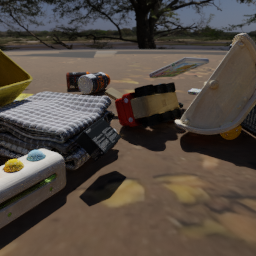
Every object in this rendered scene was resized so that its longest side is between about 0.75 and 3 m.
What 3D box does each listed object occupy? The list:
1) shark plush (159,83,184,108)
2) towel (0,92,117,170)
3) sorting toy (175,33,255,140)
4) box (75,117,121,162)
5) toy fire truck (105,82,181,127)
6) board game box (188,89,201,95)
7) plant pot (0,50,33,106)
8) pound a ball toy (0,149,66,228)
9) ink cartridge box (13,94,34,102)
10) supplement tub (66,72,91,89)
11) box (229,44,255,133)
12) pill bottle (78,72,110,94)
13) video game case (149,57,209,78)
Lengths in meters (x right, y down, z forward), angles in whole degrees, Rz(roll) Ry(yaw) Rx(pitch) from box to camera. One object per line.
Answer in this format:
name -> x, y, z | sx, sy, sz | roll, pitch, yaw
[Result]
shark plush -> 1.508, -1.121, 10.889 | 0.971, 0.890, 2.137 | -1, 19, -2
towel -> -2.043, -0.111, 7.416 | 2.992, 1.280, 2.477 | 8, 22, 22
sorting toy -> 2.813, -1.018, 8.735 | 1.595, 2.985, 2.687 | 34, 7, -3
box -> -0.624, 0.229, 6.105 | 0.358, 0.641, 0.909 | -41, 1, 29
toy fire truck -> 0.189, -0.841, 9.611 | 2.566, 1.651, 2.258 | -11, 4, 36
board game box -> 3.389, -1.835, 14.087 | 0.524, 0.133, 0.779 | 11, 22, 27
plant pot -> -4.866, -1.054, 7.384 | 2.809, 2.478, 2.809 | 41, 23, -2
pound a ball toy -> -2.297, 0.955, 5.023 | 1.309, 0.853, 2.007 | 12, 22, 31
ink cartridge box -> -4.512, -0.989, 11.230 | 1.984, 0.466, 1.961 | -1, 19, 2
supplement tub -> -2.492, -2.590, 15.148 | 1.640, 0.877, 0.877 | -4, 20, -10
box -> 4.363, -1.333, 9.005 | 1.568, 2.529, 2.487 | -2, 20, -11
pill bottle -> -1.638, -2.337, 14.284 | 0.951, 0.951, 1.789 | 11, 23, 29
video game case -> 1.975, -2.295, 10.753 | 1.660, 0.201, 1.823 | -17, -3, 42
